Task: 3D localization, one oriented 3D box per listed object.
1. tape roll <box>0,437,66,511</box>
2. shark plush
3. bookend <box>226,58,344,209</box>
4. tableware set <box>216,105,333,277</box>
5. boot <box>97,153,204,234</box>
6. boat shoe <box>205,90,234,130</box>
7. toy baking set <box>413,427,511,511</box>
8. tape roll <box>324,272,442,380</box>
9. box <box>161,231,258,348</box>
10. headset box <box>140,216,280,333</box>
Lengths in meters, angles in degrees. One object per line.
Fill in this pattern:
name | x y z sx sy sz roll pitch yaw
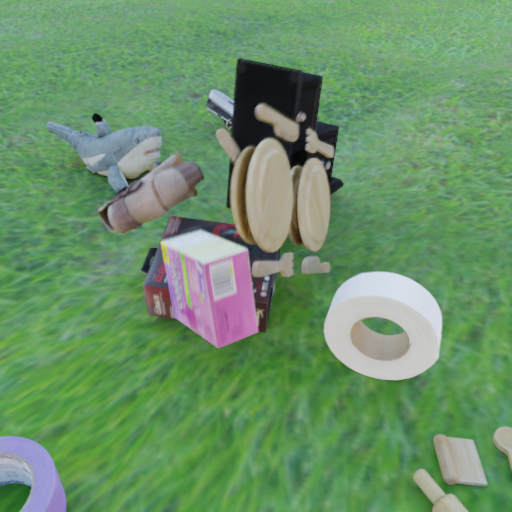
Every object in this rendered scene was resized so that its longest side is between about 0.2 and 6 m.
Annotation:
tape roll | -2.718 2.616 5.824 1.347 0.572 1.347 0 38 0
shark plush | -3.178 -2.501 12.077 3.053 1.272 1.387 29 46 33
bookend | 0.717 -2.213 10.044 1.179 2.544 2.561 20 30 26
tableware set | 0.350 -0.793 8.015 0.645 2.128 3.219 2 1 24
boot | -1.649 -0.905 8.503 1.540 0.740 2.107 -32 10 -12
boat shoe | -0.575 -3.414 13.887 1.662 0.568 0.614 36 33 6
toy baking set | 2.982 2.750 5.865 1.968 0.298 2.564 -14 39 -18
tape roll | 1.658 0.936 7.328 1.477 1.477 0.517 12 38 15
box | -0.603 0.373 7.017 0.600 1.092 1.241 -18 22 -28
headset box | -0.715 0.234 8.570 2.030 0.762 1.509 8 48 6
